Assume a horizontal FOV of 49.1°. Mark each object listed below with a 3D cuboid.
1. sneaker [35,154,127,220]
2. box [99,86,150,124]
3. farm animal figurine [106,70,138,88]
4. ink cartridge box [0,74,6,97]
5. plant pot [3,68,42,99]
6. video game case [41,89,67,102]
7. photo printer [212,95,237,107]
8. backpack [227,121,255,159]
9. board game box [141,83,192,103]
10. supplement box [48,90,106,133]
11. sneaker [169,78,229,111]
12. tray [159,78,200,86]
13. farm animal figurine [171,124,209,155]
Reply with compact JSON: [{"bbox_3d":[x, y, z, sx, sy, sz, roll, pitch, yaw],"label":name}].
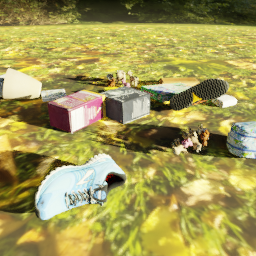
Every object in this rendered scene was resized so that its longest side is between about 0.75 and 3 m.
[{"bbox_3d":[-1.021,1.403,6.651,1.123,0.979,2.497,26,36,36],"label":"sneaker"},{"bbox_3d":[-0.155,-0.995,11.592,1.524,0.961,1.551,-24,35,-37],"label":"box"},{"bbox_3d":[-0.322,-2.801,15.385,1.656,0.864,1.638,-4,26,-7],"label":"farm animal figurine"},{"bbox_3d":[-6.405,-2.148,14.176,1.294,0.733,1.765,16,31,31],"label":"ink cartridge box"},{"bbox_3d":[-4.960,-1.942,13.302,1.541,1.443,1.443,11,23,-15],"label":"plant pot"},{"bbox_3d":[-3.655,-1.626,13.795,1.160,0.140,1.272,-9,27,-17],"label":"video game case"},{"bbox_3d":[4.434,-1.248,12.805,0.929,0.323,0.773,-12,28,-23],"label":"photo printer"},{"bbox_3d":[3.928,0.380,8.607,1.753,1.348,1.430,-14,25,5],"label":"backpack"},{"bbox_3d":[2.120,-1.758,13.507,2.537,0.369,1.707,-10,25,-29],"label":"board game box"},{"bbox_3d":[-1.931,-0.695,10.892,1.254,0.989,1.916,19,32,33],"label":"supplement box"},{"bbox_3d":[2.953,-1.452,11.893,2.493,0.872,1.122,-21,4,12],"label":"sneaker"},{"bbox_3d":[2.783,-2.460,15.276,1.986,0.368,0.979,-1,26,-3],"label":"tray"},{"bbox_3d":[1.950,0.451,8.696,1.204,0.628,1.190,-19,16,13],"label":"farm animal figurine"}]
